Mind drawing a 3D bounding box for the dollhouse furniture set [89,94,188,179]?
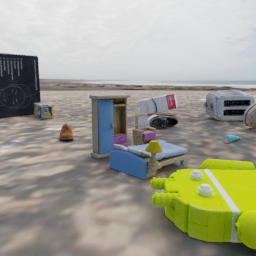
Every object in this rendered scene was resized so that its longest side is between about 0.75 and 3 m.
[{"bbox_3d":[0.442,0.008,5.992,2.005,1.386,2.124,-8,13,-40],"label":"dollhouse furniture set"}]

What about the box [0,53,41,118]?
[{"bbox_3d":[-5.946,-2.074,13.539,1.820,2.937,2.887,7,12,34],"label":"box"}]

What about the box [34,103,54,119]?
[{"bbox_3d":[-3.976,-0.826,13.157,0.568,0.619,1.768,-5,11,-28],"label":"box"}]

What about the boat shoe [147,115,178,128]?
[{"bbox_3d":[1.286,-0.202,10.127,1.387,0.485,0.460,1,5,-42],"label":"boat shoe"}]

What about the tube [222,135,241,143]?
[{"bbox_3d":[2.952,0.284,8.001,0.331,0.216,0.856,23,17,34],"label":"tube"}]

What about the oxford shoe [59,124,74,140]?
[{"bbox_3d":[-1.844,0.112,8.315,0.418,0.417,1.171,-2,11,-19],"label":"oxford shoe"}]

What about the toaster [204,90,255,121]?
[{"bbox_3d":[4.553,-0.977,12.270,2.227,1.265,1.438,0,14,3],"label":"toaster"}]

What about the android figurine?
[{"bbox_3d":[1.466,0.885,3.601,2.354,0.483,2.143,2,10,4],"label":"android figurine"}]

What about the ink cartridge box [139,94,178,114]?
[{"bbox_3d":[1.518,-1.195,13.945,1.768,0.746,1.280,-10,5,13],"label":"ink cartridge box"}]

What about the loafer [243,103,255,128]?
[{"bbox_3d":[5.246,-0.441,10.275,2.621,0.942,0.824,-4,17,-38],"label":"loafer"}]
